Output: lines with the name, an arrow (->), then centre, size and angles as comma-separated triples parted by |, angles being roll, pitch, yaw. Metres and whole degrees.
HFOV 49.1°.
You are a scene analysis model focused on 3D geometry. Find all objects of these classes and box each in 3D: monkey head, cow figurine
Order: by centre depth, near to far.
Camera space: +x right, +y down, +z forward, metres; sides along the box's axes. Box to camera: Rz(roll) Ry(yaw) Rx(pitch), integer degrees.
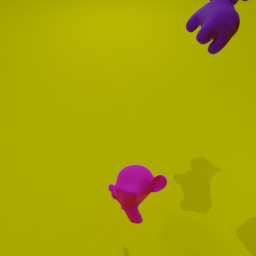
monkey head -> 0.149, 1.106, 4.851 | 0.762, 1.264, 0.909 | -30, 99, -32
cow figurine -> 1.885, -2.331, 5.545 | 0.828, 1.484, 1.508 | 34, 24, -25
